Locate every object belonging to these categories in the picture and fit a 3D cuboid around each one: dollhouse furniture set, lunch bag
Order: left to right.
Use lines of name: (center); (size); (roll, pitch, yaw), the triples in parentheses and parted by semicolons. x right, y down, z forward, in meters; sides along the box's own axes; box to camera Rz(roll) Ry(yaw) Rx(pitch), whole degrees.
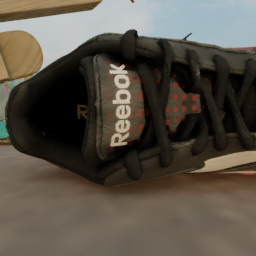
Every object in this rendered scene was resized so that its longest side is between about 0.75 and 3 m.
lunch bag: (-3.333, -0.727, 4.830); (2.374, 1.699, 2.787); (1, -3, 8)
dollhouse furniture set: (-0.551, -1.217, 3.359); (2.467, 2.595, 2.114); (-21, 12, -28)

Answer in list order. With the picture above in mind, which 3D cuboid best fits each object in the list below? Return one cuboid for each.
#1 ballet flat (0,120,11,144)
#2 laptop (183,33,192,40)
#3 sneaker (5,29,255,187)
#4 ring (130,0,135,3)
ballet flat: (-1.591, 0.052, 3.012); (0.958, 0.325, 0.361); (5, -20, 4)
laptop: (1.691, -2.273, 9.798); (1.676, 1.038, 1.790); (-35, 8, 34)
sneaker: (0.255, -0.068, 1.195); (1.744, 0.616, 0.852); (-2, 1, 17)
ring: (-0.429, -2.960, 4.770); (0.178, 1.859, 1.859); (-28, -6, 15)
